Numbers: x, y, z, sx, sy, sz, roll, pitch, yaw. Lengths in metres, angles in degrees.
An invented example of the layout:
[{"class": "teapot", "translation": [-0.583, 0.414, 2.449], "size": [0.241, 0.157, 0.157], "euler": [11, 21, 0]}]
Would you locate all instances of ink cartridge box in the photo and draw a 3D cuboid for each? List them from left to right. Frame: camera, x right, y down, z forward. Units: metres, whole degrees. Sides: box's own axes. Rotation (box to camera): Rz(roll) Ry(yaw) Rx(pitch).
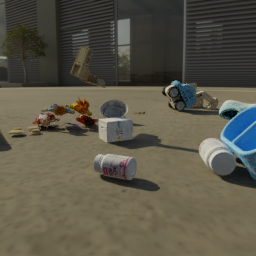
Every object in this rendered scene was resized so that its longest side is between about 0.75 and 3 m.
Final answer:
[{"class": "ink cartridge box", "translation": [-0.390, 0.040, 8.762], "size": [0.901, 0.652, 0.663], "euler": [-6, 12, -28]}]

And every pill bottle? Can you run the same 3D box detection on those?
[{"class": "pill bottle", "translation": [-0.258, 0.757, 5.556], "size": [0.781, 0.442, 0.442], "euler": [5, 12, 26]}, {"class": "pill bottle", "translation": [1.902, 0.603, 5.985], "size": [0.585, 0.585, 1.032], "euler": [1, 12, 3]}]

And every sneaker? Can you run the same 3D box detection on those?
[{"class": "sneaker", "translation": [4.936, -0.444, 11.354], "size": [2.524, 0.933, 1.034], "euler": [11, 40, 37]}]

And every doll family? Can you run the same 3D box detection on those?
[{"class": "doll family", "translation": [-2.389, -0.667, 10.935], "size": [2.583, 1.164, 1.603], "euler": [-1, 11, -18]}]

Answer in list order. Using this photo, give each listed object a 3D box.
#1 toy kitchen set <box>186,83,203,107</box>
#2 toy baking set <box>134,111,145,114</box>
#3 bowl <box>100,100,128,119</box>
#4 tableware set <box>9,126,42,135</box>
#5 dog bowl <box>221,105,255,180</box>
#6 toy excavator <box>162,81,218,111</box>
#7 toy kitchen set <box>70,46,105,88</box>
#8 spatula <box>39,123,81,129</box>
[{"class": "toy kitchen set", "translation": [3.780, -2.176, 18.204], "size": [1.828, 1.492, 1.649], "euler": [-1, 11, -3]}, {"class": "toy baking set", "translation": [0.599, -0.839, 14.909], "size": [0.647, 0.098, 0.843], "euler": [4, 11, 20]}, {"class": "bowl", "translation": [-0.587, -0.607, 11.927], "size": [1.204, 0.565, 1.204], "euler": [0, 46, 0]}, {"class": "tableware set", "translation": [-3.579, 0.102, 9.835], "size": [1.073, 0.149, 1.285], "euler": [-3, 10, -19]}, {"class": "dog bowl", "translation": [2.779, 0.175, 5.902], "size": [1.439, 0.640, 2.582], "euler": [-44, 5, 10]}, {"class": "toy excavator", "translation": [3.671, -1.808, 16.174], "size": [2.626, 2.553, 1.311], "euler": [-29, 14, -3]}, {"class": "toy kitchen set", "translation": [-1.200, -2.189, 10.408], "size": [1.029, 1.137, 1.261], "euler": [23, 4, 38]}, {"class": "spatula", "translation": [-2.619, -0.082, 10.568], "size": [1.643, 0.169, 0.464], "euler": [-5, 2, 4]}]
